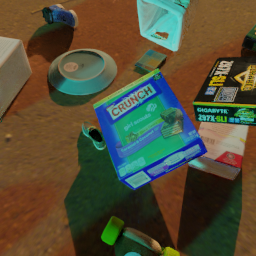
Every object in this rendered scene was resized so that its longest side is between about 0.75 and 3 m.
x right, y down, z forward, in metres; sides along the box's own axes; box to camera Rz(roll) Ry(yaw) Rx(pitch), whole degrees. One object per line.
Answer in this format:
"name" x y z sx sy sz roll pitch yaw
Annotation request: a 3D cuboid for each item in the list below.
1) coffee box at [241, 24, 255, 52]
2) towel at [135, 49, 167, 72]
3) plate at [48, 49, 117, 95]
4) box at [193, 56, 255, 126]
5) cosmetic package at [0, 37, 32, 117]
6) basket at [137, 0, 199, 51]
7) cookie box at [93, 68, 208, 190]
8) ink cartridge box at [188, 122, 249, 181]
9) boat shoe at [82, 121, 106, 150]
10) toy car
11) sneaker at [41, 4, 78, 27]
"coffee box" 5.725 -3.710 10.952 1.552 0.555 2.525 31 59 21
"towel" 0.845 -2.462 10.273 0.792 0.117 1.079 27 58 20
"plate" -1.610 -2.131 9.885 2.454 0.314 2.454 0 53 -1
"box" 2.480 -0.848 5.852 1.684 0.520 2.109 5 39 31
"cosmetic package" -4.767 -1.705 8.805 2.384 1.465 2.376 12 53 9
"basket" 1.046 -3.014 7.144 1.223 1.805 1.113 29 82 11
"cookie box" 0.477 -0.033 7.404 2.170 0.953 2.536 -29 53 8
"ink cartridge box" 2.497 0.389 7.639 1.261 0.732 1.709 18 54 16
"boat shoe" -0.995 0.147 8.095 0.391 0.327 1.094 -29 57 -21
"toy car" -0.097 2.906 5.414 1.471 1.413 1.790 27 68 7
"sneaker" -2.858 -4.522 11.470 1.021 0.704 1.835 -28 53 -27
